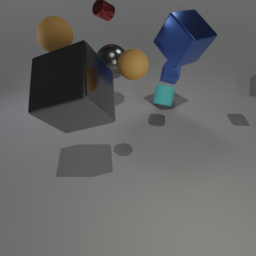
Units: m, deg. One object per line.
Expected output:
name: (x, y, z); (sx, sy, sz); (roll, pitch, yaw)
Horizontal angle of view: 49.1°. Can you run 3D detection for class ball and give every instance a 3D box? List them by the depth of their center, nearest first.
ball: (0.118, -1.443, 6.371); (0.700, 0.700, 0.700); (0, 32, 0)
ball: (-2.847, -3.628, 10.950); (1.400, 1.400, 1.400); (0, 32, 0)
ball: (-0.662, -2.722, 11.491); (1.400, 1.400, 1.400); (0, 32, 0)

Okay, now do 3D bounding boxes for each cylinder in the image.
cylinder: (1.342, -1.218, 10.485); (0.700, 0.700, 0.700); (11, 3, -1)
cylinder: (-1.022, -4.964, 11.794); (0.700, 0.700, 0.700); (7, 19, -47)

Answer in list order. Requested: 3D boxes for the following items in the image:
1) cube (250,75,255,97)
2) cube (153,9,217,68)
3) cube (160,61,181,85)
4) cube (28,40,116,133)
cube: (4.851, -1.524, 9.991); (0.700, 0.700, 0.700); (6, -9, -4)
cube: (2.084, -3.304, 10.344); (1.400, 1.400, 1.400); (-23, 71, -36)
cube: (1.855, -2.405, 12.200); (0.700, 0.700, 0.700); (13, 76, -4)
cube: (-1.222, -0.852, 6.380); (1.400, 1.400, 1.400); (-12, 67, 19)
